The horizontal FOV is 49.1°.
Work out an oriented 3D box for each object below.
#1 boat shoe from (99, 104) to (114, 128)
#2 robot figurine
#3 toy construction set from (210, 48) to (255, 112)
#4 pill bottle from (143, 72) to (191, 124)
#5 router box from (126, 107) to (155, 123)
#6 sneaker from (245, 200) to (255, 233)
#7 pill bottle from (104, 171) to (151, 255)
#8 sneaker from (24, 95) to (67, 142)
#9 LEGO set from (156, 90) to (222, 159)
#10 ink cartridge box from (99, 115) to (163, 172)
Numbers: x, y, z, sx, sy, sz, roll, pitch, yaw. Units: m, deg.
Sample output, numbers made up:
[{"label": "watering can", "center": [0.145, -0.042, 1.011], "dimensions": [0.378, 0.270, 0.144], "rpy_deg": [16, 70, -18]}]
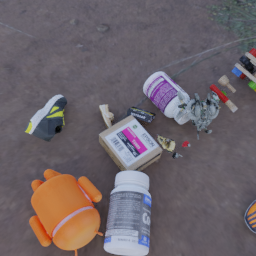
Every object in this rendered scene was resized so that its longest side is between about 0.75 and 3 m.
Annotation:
[{"label": "boat shoe", "center": [-0.679, -0.404, 9.637], "dimensions": [0.382, 0.407, 1.105], "rpy_deg": [-20, 58, -6]}, {"label": "robot figurine", "center": [-1.653, 2.189, 7.404], "dimensions": [1.671, 1.354, 2.323], "rpy_deg": [-21, 56, -36]}, {"label": "toy construction set", "center": [4.471, -1.459, 9.639], "dimensions": [2.646, 2.207, 2.033], "rpy_deg": [-39, 76, -1]}, {"label": "pill bottle", "center": [1.445, -1.013, 9.653], "dimensions": [1.038, 1.038, 1.849], "rpy_deg": [-30, 62, -18]}, {"label": "router box", "center": [0.450, -0.462, 9.548], "dimensions": [0.870, 0.227, 0.684], "rpy_deg": [19, 16, 13]}, {"label": "sneaker", "center": [4.424, 1.935, 7.474], "dimensions": [2.597, 1.455, 1.007], "rpy_deg": [-20, 59, -13]}, {"label": "pill bottle", "center": [0.041, 2.244, 7.468], "dimensions": [1.142, 1.142, 2.008], "rpy_deg": [4, 58, 3]}, {"label": "sneaker", "center": [-2.482, -0.279, 9.199], "dimensions": [0.956, 0.841, 2.258], "rpy_deg": [39, 34, -10]}, {"label": "LEGO set", "center": [2.104, -0.225, 8.723], "dimensions": [1.727, 0.754, 2.660], "rpy_deg": [30, 78, -19]}, {"label": "ink cartridge box", "center": [0.063, 0.564, 8.810], "dimensions": [1.331, 0.607, 1.615], "rpy_deg": [-33, 67, -20]}]
